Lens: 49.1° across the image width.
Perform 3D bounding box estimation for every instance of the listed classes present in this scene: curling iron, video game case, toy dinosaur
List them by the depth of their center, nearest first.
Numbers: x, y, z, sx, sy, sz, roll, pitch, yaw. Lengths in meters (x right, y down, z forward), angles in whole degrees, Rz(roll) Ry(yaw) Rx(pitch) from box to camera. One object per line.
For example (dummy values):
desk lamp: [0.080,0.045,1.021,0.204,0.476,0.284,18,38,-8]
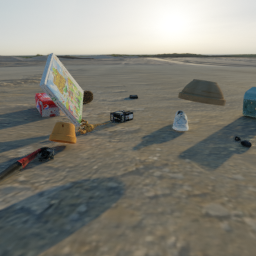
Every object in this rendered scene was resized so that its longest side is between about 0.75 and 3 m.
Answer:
curling iron: [-2.850,0.997,7.660,0.592,0.305,2.389,8,18,23]
toy dinosaur: [-1.525,-0.049,11.279,0.780,0.443,1.468,35,39,26]
video game case: [-2.636,-1.621,11.648,0.282,2.331,2.561,-25,38,15]

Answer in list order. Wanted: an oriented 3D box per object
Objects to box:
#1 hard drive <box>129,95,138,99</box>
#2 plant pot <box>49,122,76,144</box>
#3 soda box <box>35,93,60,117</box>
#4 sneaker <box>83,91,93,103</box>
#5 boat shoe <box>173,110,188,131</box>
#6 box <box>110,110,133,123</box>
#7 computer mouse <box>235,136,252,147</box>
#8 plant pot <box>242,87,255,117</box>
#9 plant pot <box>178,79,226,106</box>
hard drive: [0.372,-2.048,18.371,0.538,0.127,0.771,0,16,-1]
plant pot: [-2.128,0.158,9.316,0.884,0.619,0.884,7,-10,1]
soda box: [-4.176,-1.245,14.425,0.889,0.806,2.541,-7,18,-23]
sneaker: [-2.907,-1.763,16.267,0.824,0.769,2.182,8,18,29]
boat shoe: [2.221,-0.338,11.677,0.636,0.605,1.767,4,17,13]
box: [-0.283,-0.540,12.796,0.695,0.365,0.849,15,22,42]
computer mouse: [4.020,0.441,9.810,0.294,0.171,1.004,-3,16,-6]
plant pot: [6.106,-1.111,13.216,1.363,1.338,1.334,-19,25,-37]
plant pot: [2.874,-1.406,10.718,1.800,0.831,1.800,8,10,-2]
